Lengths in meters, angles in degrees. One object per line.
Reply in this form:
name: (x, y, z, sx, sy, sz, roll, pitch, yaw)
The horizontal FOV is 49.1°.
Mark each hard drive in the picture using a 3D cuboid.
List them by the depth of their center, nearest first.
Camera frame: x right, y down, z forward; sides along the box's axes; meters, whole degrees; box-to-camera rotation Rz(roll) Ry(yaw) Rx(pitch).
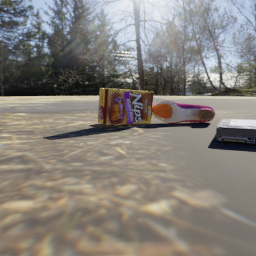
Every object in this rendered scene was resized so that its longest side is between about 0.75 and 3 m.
hard drive: (3.000, 0.044, 7.049, 1.386, 0.375, 1.983, 3, 9, 23)

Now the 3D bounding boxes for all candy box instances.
candy box: (-0.038, -0.729, 9.494, 1.972, 1.151, 0.557, -4, 11, -40)

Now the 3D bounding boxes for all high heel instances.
high heel: (1.968, -0.603, 10.346, 2.410, 0.812, 1.156, 0, 4, 14)
